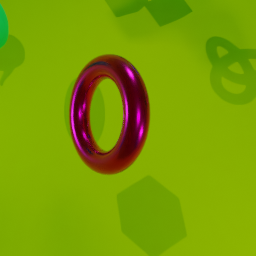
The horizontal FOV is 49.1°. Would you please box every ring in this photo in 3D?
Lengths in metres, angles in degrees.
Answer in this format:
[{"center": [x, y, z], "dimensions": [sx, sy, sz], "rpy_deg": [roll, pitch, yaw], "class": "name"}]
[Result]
[{"center": [-0.374, -0.206, 4.437], "dimensions": [0.379, 1.894, 1.894], "rpy_deg": [-1, 66, -41], "class": "ring"}]

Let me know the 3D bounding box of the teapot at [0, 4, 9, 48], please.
[{"center": [-2.726, -1.782, 4.870], "dimensions": [1.184, 1.904, 0.932], "rpy_deg": [18, 46, 22], "class": "teapot"}]
